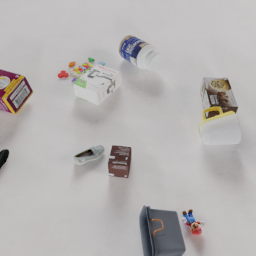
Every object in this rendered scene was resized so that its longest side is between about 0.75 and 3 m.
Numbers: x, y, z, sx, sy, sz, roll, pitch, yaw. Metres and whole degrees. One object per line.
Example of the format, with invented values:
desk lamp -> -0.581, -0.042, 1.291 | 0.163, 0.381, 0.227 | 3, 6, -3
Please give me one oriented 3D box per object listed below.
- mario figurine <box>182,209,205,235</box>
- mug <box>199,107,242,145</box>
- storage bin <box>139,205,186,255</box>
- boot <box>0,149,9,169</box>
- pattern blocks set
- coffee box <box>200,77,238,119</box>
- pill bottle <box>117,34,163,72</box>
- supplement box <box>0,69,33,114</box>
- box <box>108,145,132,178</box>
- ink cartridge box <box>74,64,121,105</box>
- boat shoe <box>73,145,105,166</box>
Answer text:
mario figurine -> 1.968, 2.804, 8.417 | 0.520, 0.446, 0.842 | -39, 39, 10
mug -> 3.433, 0.034, 10.845 | 1.303, 1.271, 1.587 | -11, 24, 1
storage bin -> 0.977, 2.974, 7.921 | 1.021, 1.106, 1.520 | 3, 44, -12
boot -> -5.002, 1.159, 10.082 | 0.998, 0.454, 1.188 | 12, 52, 7
pattern blocks set -> -2.330, -3.052, 14.545 | 1.972, 0.182, 2.244 | 20, 48, 19
coffee box -> 3.929, -1.296, 12.295 | 1.183, 0.835, 2.092 | 2, 45, 2
pill bottle -> 0.644, -3.855, 14.552 | 1.294, 1.294, 2.331 | -33, 54, -29
supplement box -> -5.595, -1.711, 12.343 | 2.192, 1.131, 1.435 | 16, 60, 16
box -> -0.274, 1.183, 9.881 | 0.725, 0.717, 0.873 | 6, 45, 6
ink cartridge box -> -1.392, -2.071, 13.108 | 1.376, 0.795, 1.891 | 23, 49, 22
boat shoe -> -1.419, 0.950, 10.338 | 1.255, 0.403, 0.463 | -22, 49, -21
